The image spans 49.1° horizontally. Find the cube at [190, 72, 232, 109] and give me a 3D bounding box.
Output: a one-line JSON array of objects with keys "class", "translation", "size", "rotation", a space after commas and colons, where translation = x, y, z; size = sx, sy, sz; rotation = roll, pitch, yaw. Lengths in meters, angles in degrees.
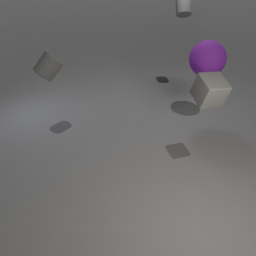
[{"class": "cube", "translation": [2.203, -1.016, 7.517], "size": [0.700, 0.700, 0.700], "rotation": [-6, 51, -19]}]

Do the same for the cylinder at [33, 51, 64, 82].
[{"class": "cylinder", "translation": [-2.529, -1.952, 8.875], "size": [0.700, 0.700, 0.700], "rotation": [38, 6, -5]}]

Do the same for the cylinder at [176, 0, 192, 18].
[{"class": "cylinder", "translation": [2.491, -5.381, 12.479], "size": [0.700, 0.700, 0.700], "rotation": [-1, 0, 0]}]

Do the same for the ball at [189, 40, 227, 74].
[{"class": "ball", "translation": [3.055, -2.652, 10.749], "size": [1.400, 1.400, 1.400], "rotation": [0, 32, 0]}]
